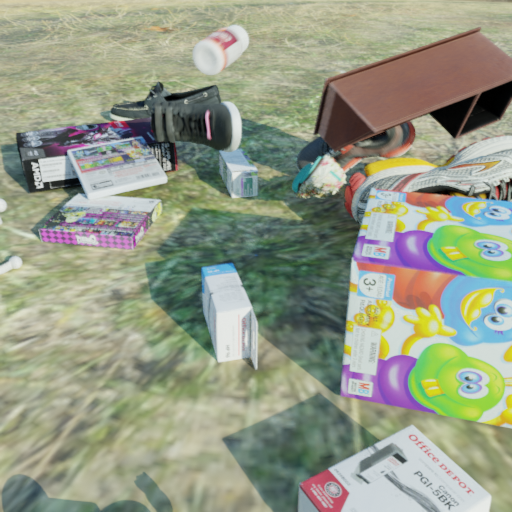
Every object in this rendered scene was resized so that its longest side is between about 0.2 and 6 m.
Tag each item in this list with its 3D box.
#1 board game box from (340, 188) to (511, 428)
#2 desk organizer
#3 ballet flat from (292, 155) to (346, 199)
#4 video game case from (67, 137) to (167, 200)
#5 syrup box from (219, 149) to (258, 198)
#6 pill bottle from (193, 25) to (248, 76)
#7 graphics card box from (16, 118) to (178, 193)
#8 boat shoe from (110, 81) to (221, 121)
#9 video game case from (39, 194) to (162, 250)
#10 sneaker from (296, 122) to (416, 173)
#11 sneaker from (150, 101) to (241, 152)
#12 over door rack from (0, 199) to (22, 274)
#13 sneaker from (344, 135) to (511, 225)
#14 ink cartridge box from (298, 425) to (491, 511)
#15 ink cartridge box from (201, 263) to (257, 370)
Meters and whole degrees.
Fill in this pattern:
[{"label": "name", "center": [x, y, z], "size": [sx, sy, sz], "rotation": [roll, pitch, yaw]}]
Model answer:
[{"label": "board game box", "center": [2.586, 0.550, 5.520], "size": [3.214, 1.685, 1.655], "rotation": [7, 31, 14]}, {"label": "desk organizer", "center": [2.417, -2.274, 8.266], "size": [2.920, 1.047, 1.124], "rotation": [-24, 61, -19]}, {"label": "ballet flat", "center": [0.974, -1.147, 8.852], "size": [0.584, 0.691, 1.827], "rotation": [33, 1, -6]}, {"label": "video game case", "center": [-2.442, -1.567, 9.825], "size": [1.392, 0.160, 1.269], "rotation": [-17, 52, -23]}, {"label": "syrup box", "center": [-0.341, -1.546, 10.401], "size": [0.504, 0.487, 1.237], "rotation": [-8, 31, -13]}, {"label": "pill bottle", "center": [-0.440, -2.673, 7.226], "size": [0.435, 0.435, 0.794], "rotation": [14, 43, 23]}, {"label": "graphics card box", "center": [-3.158, -2.054, 11.065], "size": [2.839, 0.722, 1.781], "rotation": [-13, 33, -20]}, {"label": "boat shoe", "center": [-2.251, -3.886, 14.023], "size": [2.851, 0.945, 1.065], "rotation": [0, 30, 0]}, {"label": "video game case", "center": [-2.424, -0.575, 8.923], "size": [1.500, 0.269, 1.360], "rotation": [5, 30, 8]}, {"label": "sneaker", "center": [1.566, -2.025, 9.887], "size": [2.304, 0.888, 0.943], "rotation": [-14, -13, 36]}, {"label": "sneaker", "center": [-1.112, -2.189, 9.487], "size": [1.158, 0.826, 2.335], "rotation": [-8, 19, -25]}, {"label": "over door rack", "center": [-3.834, -0.779, 7.597], "size": [0.880, 1.953, 2.643], "rotation": [-10, 32, -14]}, {"label": "sneaker", "center": [3.211, -0.811, 8.445], "size": [3.527, 1.373, 1.449], "rotation": [-13, 33, -3]}, {"label": "ink cartridge box", "center": [1.038, 1.940, 4.301], "size": [1.184, 0.491, 0.869], "rotation": [-17, 33, -26]}, {"label": "ink cartridge box", "center": [-0.317, 0.688, 6.298], "size": [0.405, 0.692, 1.194], "rotation": [-7, 31, -13]}]
